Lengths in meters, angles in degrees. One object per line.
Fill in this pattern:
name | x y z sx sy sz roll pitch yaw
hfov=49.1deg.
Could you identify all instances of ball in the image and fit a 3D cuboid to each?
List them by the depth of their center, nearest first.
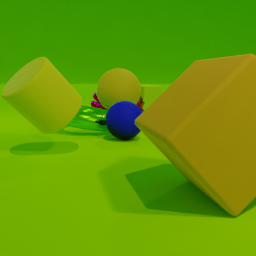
ball | -0.071 -0.169 6.147 0.848 0.848 0.848 0 10 0
ball | -0.248 -1.011 7.597 1.191 1.191 1.191 0 10 0

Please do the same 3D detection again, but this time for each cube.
cube | 0.934 0.013 3.059 1.105 1.105 1.105 -44 17 -3
cube | 0.779 -1.324 11.985 1.001 1.001 1.001 -6 13 -33

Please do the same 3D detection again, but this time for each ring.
ring | -1.077 -0.299 7.417 2.043 0.409 2.043 10 8 -1

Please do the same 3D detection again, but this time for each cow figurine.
cow figurine | -0.335 -0.986 10.705 1.714 0.956 1.742 31 -42 -27

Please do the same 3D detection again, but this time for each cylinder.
cylinder | -1.458 -0.547 4.829 0.961 0.961 0.961 -24 38 21
